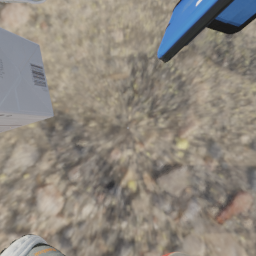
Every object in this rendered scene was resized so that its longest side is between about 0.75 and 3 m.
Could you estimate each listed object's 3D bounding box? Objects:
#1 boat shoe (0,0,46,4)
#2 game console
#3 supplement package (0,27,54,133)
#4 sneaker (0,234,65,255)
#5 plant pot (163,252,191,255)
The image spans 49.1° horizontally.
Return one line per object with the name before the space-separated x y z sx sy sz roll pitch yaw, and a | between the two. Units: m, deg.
boat shoe | -2.822 -2.749 4.836 2.980 1.055 1.033 -9 59 -34
game console | 2.116 -2.192 4.526 1.687 2.852 2.434 32 55 -15
supplement package | -2.171 -0.472 3.804 1.850 1.108 1.122 -14 85 19
sneaker | -1.337 1.996 2.751 0.808 0.753 2.038 11 38 25
plant pot | 0.402 2.710 3.903 1.829 1.829 1.618 47 118 9
